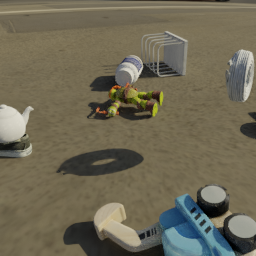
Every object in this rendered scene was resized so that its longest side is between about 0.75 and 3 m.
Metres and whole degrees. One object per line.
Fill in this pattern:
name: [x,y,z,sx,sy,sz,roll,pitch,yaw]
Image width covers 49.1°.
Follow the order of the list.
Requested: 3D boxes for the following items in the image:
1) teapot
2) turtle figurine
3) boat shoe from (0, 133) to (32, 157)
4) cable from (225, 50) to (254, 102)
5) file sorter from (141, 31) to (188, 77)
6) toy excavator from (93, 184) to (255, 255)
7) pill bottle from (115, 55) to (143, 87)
teapot: [-3.198,-0.193,7.144,1.116,0.826,1.131,14,27,12]
turtle figurine: [0.152,-1.148,10.013,2.087,0.834,2.588,12,32,20]
boat shoe: [-3.612,0.371,7.555,1.978,0.630,0.699,0,30,-1]
cable: [2.673,-1.225,6.612,0.421,1.216,1.216,11,48,32]
file sorter: [1.677,-3.566,13.526,1.438,1.603,2.310,-11,31,-13]
toy excavator: [0.708,1.816,4.753,2.242,1.120,2.180,-19,32,-14]
pill bottle: [0.018,-2.446,12.146,0.987,0.987,1.778,6,30,11]
